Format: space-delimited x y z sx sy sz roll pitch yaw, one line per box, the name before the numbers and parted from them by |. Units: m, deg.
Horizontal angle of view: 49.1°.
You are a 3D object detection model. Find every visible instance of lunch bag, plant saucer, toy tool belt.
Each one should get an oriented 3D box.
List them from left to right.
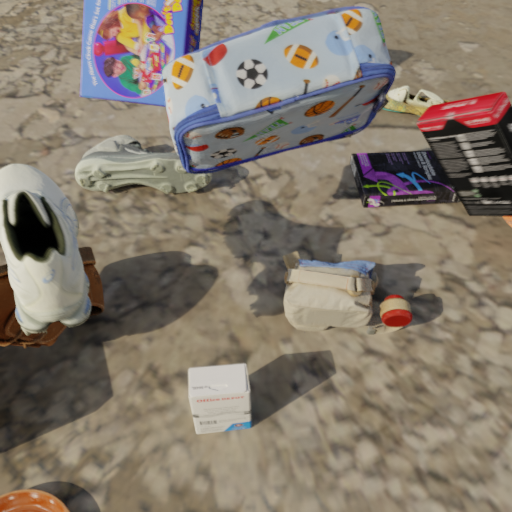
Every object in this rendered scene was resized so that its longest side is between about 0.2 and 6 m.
plant saucer | -2.872 3.563 6.664 1.476 0.238 1.476 0 48 0
lunch bag | 0.328 -2.122 7.818 3.143 2.518 1.187 -14 81 -5
toy tool belt | 1.411 0.459 8.874 2.000 1.249 1.229 2 56 1

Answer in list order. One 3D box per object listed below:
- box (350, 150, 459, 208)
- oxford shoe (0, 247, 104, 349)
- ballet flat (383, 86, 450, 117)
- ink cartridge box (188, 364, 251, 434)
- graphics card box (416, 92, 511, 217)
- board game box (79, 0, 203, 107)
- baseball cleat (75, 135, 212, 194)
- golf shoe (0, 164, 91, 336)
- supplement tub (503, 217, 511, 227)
box | 2.989 -1.595 11.354 1.931 0.349 1.381 -3 47 -4
oxford shoe | -3.357 0.777 7.736 1.246 1.245 3.495 -23 -1 31
ballet flat | 3.630 -3.611 13.031 1.872 0.662 0.662 23 51 20
ink cartridge box | -0.479 1.942 7.576 0.791 1.083 0.457 -4 47 -4
graphics card box | 3.129 -1.312 7.650 0.467 1.834 1.151 -51 28 -21
board game box | -2.109 -4.431 10.398 2.112 3.142 0.703 11 14 15
baseball cleat | -2.226 -1.941 11.263 2.734 0.953 1.455 1 47 0
golf shoe | -2.653 -0.460 6.776 1.086 1.348 2.773 -17 53 -23
supplement tub | 5.840 -1.625 10.386 1.804 1.804 2.945 36 57 29
